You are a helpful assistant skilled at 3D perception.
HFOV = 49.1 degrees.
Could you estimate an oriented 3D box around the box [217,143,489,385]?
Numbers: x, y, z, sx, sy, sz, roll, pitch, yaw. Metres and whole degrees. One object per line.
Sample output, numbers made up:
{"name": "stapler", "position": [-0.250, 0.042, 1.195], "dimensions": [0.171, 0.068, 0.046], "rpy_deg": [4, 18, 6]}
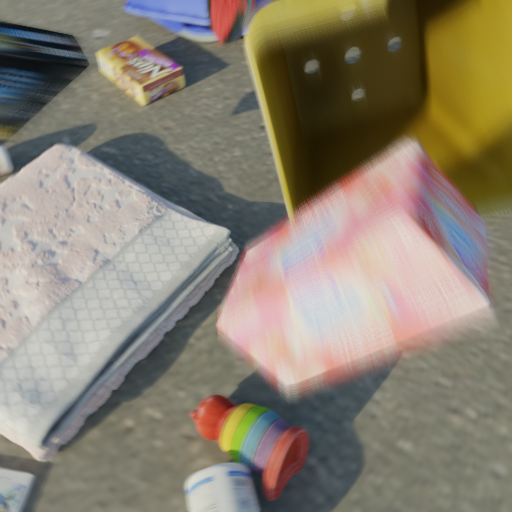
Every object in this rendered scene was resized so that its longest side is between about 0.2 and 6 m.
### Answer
{"name": "box", "position": [0.657, 0.142, 4.061], "dimensions": [0.835, 1.764, 0.905], "rpy_deg": [42, 41, -19]}

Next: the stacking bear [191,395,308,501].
{"name": "stacking bear", "position": [-0.134, 2.025, 6.395], "dimensions": [1.289, 0.733, 0.782], "rpy_deg": [20, 29, 29]}

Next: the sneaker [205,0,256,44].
{"name": "sneaker", "position": [0.012, -4.238, 8.423], "dimensions": [0.868, 2.188, 1.045], "rpy_deg": [42, 36, 26]}

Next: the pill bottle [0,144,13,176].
{"name": "pill bottle", "position": [-4.808, -1.561, 9.454], "dimensions": [1.166, 0.654, 0.654], "rpy_deg": [-20, 53, -17]}

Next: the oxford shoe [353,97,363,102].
{"name": "oxford shoe", "position": [2.932, -2.439, 9.615], "dimensions": [3.578, 1.300, 1.510], "rpy_deg": [-2, 49, 5]}

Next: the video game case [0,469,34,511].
{"name": "video game case", "position": [-3.048, 2.809, 6.100], "dimensions": [0.908, 0.110, 0.996], "rpy_deg": [7, 50, 6]}

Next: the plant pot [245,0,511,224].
{"name": "plant pot", "position": [1.135, -1.626, 5.415], "dimensions": [2.225, 2.225, 1.962], "rpy_deg": [-15, 37, 4]}

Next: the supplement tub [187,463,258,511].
{"name": "supplement tub", "position": [-0.298, 2.764, 5.756], "dimensions": [0.700, 0.700, 1.061], "rpy_deg": [-10, 51, -8]}

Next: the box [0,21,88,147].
{"name": "box", "position": [-3.275, -1.886, 6.545], "dimensions": [0.489, 2.124, 1.688], "rpy_deg": [61, 27, 1]}

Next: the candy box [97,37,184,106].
{"name": "candy box", "position": [-2.379, -3.811, 11.479], "dimensions": [0.998, 0.483, 1.711], "rpy_deg": [-33, 55, -24]}

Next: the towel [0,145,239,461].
{"name": "towel", "position": [-2.910, 0.223, 7.952], "dimensions": [3.905, 0.659, 4.088], "rpy_deg": [26, 54, 21]}

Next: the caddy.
{"name": "caddy", "position": [-1.201, -5.629, 12.207], "dimensions": [3.422, 1.796, 2.419], "rpy_deg": [16, 30, 17]}
